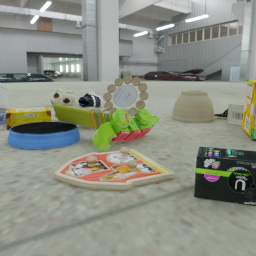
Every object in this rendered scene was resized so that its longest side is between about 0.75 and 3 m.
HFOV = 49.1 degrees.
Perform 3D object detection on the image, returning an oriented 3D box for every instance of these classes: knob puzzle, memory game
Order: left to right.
[{"bbox_3d":[-0.453,0.771,6.016,2.433,0.337,2.433,0,12,0],"label":"knob puzzle"},{"bbox_3d":[-0.081,-0.951,8.541,1.467,1.467,0.093,4,-18,19],"label":"memory game"}]

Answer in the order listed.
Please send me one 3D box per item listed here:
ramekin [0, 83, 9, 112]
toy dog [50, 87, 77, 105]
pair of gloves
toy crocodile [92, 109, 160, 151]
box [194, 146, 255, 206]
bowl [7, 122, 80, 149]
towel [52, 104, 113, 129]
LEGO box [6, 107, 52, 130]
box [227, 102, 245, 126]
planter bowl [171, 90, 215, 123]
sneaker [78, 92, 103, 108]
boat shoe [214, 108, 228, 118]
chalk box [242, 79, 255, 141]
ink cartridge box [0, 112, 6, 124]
[{"bbox_3d":[-6.087,-1.061,11.687,2.232,1.040,2.232,-16,-1,0],"label":"ramekin"},{"bbox_3d":[-3.964,-1.738,16.792,1.488,1.039,1.443,-10,51,-45],"label":"toy dog"},{"bbox_3d":[-1.463,-0.468,11.528,2.461,0.507,2.894,-13,14,-33],"label":"pair of gloves"},{"bbox_3d":[0.042,0.020,8.390,2.766,0.854,0.934,-10,-28,-51],"label":"toy crocodile"},{"bbox_3d":[1.707,0.793,4.836,1.040,0.773,0.647,4,12,17],"label":"box"},{"bbox_3d":[-2.561,0.166,8.630,2.160,0.424,2.160,1,12,0],"label":"bowl"},{"bbox_3d":[-1.345,-0.338,8.639,1.912,0.823,0.173,11,55,11],"label":"towel"},{"bbox_3d":[-3.826,-0.398,10.822,1.621,0.625,1.207,-4,13,-20],"label":"LEGO box"},{"bbox_3d":[4.864,-0.592,11.230,1.534,0.836,0.981,-8,14,-33],"label":"box"},{"bbox_3d":[2.851,-0.998,12.205,1.856,1.249,1.856,0,11,0],"label":"planter bowl"},{"bbox_3d":[-2.466,-1.665,16.415,1.215,0.794,2.172,-7,15,-33],"label":"sneaker"},{"bbox_3d":[4.467,-0.645,12.404,1.327,0.440,0.496,2,10,4],"label":"boat shoe"},{"bbox_3d":[5.350,-0.590,8.854,2.930,1.814,1.823,2,12,13],"label":"chalk box"},{"bbox_3d":[-5.273,-0.395,11.383,1.096,0.418,0.748,-6,13,-17],"label":"ink cartridge box"}]
